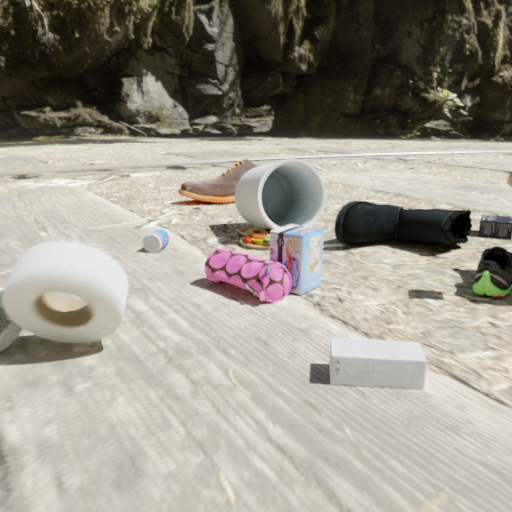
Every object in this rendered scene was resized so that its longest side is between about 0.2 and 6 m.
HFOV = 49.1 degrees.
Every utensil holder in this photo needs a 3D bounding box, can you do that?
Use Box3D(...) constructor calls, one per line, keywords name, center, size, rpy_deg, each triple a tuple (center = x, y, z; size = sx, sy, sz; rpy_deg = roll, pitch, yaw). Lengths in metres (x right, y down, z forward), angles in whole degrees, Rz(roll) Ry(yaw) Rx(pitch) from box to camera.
Box3D(name="utensil holder", center=(0.503, -1.414, 13.423), size=(1.681, 1.681, 1.979), rpy_deg=(-5, 8, -18))

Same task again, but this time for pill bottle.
Box3D(name="pill bottle", center=(-2.135, -0.358, 12.244), size=(0.435, 0.435, 0.775), rpy_deg=(4, 17, 13))

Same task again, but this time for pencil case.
Box3D(name="pencil case", center=(-0.204, 0.317, 9.443), size=(1.591, 0.722, 0.745), rpy_deg=(13, 50, 45))

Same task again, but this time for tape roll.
Box3D(name="tape roll", center=(-2.363, 0.489, 7.035), size=(1.452, 1.452, 0.508), rpy_deg=(0, 46, 0))

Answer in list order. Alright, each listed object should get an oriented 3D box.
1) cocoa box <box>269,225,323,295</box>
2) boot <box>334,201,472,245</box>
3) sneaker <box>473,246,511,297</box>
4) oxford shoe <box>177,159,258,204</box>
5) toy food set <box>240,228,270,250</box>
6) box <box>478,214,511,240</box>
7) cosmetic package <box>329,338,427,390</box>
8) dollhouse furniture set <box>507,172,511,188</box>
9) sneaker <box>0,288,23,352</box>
Box3D(name="cocoa box", center=(0.687, 0.056, 9.594), size=(0.681, 1.037, 0.692), rpy_deg=(12, 19, 35))
Box3D(name="boot", center=(3.308, -0.661, 12.336), size=(2.189, 0.989, 2.672), rpy_deg=(11, 13, 42))
Box3D(name="sneaker", center=(4.269, 0.179, 9.700), size=(0.687, 0.750, 1.790), rpy_deg=(10, 18, 31))
Box3D(name="oxford shoe", center=(-0.723, -2.456, 18.087), size=(3.722, 1.357, 1.327), rpy_deg=(-6, 17, -21))
Box3D(name="toy food set", center=(0.168, -0.383, 12.615), size=(1.061, 0.261, 1.072), rpy_deg=(7, 18, 20))
Box3D(name="box", center=(5.796, -0.703, 13.505), size=(0.744, 0.426, 0.817), rpy_deg=(6, 17, 26))
Box3D(name="cosmetic package", center=(1.394, 1.247, 6.531), size=(1.061, 0.378, 0.538), rpy_deg=(2, 16, 7))
Box3D(name="dollhouse furniture set", center=(6.235, -1.329, 9.137), size=(3.636, 1.775, 3.101), rpy_deg=(39, 45, -4))
Box3D(name="sneaker", center=(-4.257, 0.861, 6.827), size=(2.676, 1.043, 1.330), rpy_deg=(-11, 16, -38))
